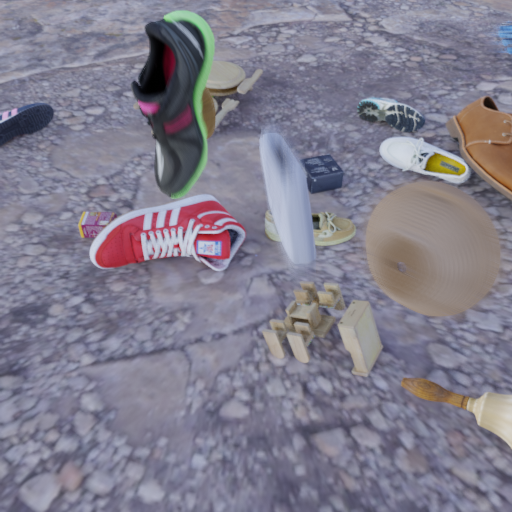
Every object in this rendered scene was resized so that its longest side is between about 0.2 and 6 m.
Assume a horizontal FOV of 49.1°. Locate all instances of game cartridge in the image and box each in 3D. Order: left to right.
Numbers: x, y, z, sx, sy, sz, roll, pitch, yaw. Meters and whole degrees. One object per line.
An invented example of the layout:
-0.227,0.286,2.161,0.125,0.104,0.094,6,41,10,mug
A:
0.293,-0.549,5.407,0.284,0.924,1.389,-9,30,-4,game cartridge

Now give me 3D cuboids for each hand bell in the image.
3.007,2.119,8.197,1.798,0.936,0.936,14,43,31,hand bell

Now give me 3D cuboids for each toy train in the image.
3.901,-3.319,8.535,0.304,0.230,0.532,-37,99,-35,toy train

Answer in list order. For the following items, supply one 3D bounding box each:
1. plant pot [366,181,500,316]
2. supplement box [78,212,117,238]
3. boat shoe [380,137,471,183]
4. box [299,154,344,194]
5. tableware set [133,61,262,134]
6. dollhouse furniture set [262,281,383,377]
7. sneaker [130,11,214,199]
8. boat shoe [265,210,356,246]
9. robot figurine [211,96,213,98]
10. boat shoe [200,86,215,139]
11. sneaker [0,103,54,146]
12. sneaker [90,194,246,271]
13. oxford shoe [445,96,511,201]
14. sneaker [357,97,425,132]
2.088,0.011,7.271,1.839,1.839,0.849,34,39,31,plant pot
-3.192,-0.628,11.345,0.678,0.350,0.444,2,43,2,supplement box
3.739,-2.163,12.530,2.110,0.779,0.899,26,11,19,boat shoe
1.442,-1.846,12.582,0.772,0.461,0.785,-13,44,-13,box
-1.408,-4.224,15.004,2.289,0.694,3.463,18,46,14,tableware set
1.144,1.254,9.148,1.524,1.012,1.335,3,38,37,dollhouse furniture set
-1.402,-2.247,8.616,1.089,2.838,1.189,27,34,37,sneaker
1.090,-0.633,11.184,1.821,0.573,0.664,4,43,4,boat shoe
-1.390,-4.537,15.624,0.516,0.298,0.452,-16,46,-18,robot figurine
-1.181,-2.974,10.254,0.619,1.680,0.581,-19,26,-10,boat shoe
-6.208,-3.404,14.052,0.891,0.762,2.173,35,52,28,sneaker
-1.530,-0.229,10.437,2.824,1.006,1.588,-25,45,-28,sneaker
5.333,-2.431,12.357,1.288,1.287,3.612,24,37,-27,oxford shoe
3.586,-3.795,14.548,1.795,0.697,0.775,25,45,24,sneaker
